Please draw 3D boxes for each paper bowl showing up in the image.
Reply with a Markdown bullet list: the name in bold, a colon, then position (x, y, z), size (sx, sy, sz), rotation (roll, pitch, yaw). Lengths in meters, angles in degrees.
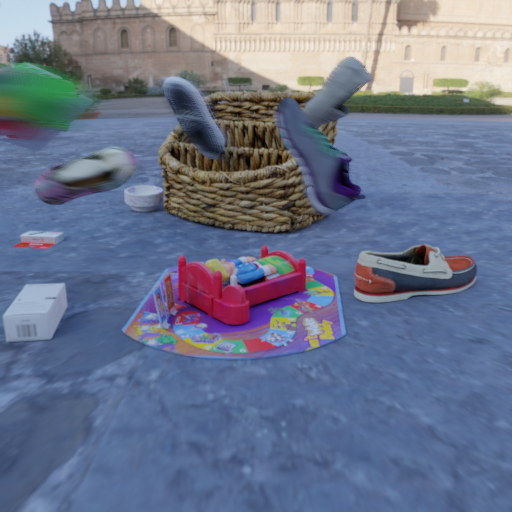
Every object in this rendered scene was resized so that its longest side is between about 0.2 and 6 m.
- **paper bowl**: position (-3.093, -1.559, 15.467), size (1.060, 0.551, 1.060), rotation (3, 22, -1)

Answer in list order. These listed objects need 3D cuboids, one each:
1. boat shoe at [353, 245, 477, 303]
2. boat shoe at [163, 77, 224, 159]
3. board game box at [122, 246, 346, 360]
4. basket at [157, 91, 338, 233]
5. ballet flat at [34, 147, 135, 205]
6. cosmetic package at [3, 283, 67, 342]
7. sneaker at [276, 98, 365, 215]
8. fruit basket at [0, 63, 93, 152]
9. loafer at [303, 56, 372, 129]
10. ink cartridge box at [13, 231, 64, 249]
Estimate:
- **boat shoe**: position (2.821, 0.207, 9.706), size (2.567, 0.803, 0.914), rotation (-7, 17, -23)
- **boat shoe**: position (-1.463, -3.126, 12.898), size (0.738, 2.059, 0.698), rotation (-22, 28, 21)
- **board game box**: position (-0.228, 0.365, 9.207), size (3.271, 0.806, 4.140), rotation (1, 18, 5)
- **basket**: position (-0.380, -2.550, 14.323), size (4.296, 3.200, 3.066), rotation (13, 22, 32)
- **ballet flat**: position (-3.178, -1.695, 11.107), size (0.883, 0.858, 2.481), rotation (-26, 5, 44)
- **cosmetic package**: position (-3.271, 0.818, 8.380), size (0.632, 0.460, 1.243), rotation (-2, 19, -8)
- **sneaker**: position (1.142, -1.806, 9.536), size (0.932, 2.130, 0.793), rotation (-21, 7, 41)
- **fruit basket**: position (-3.442, -2.144, 8.255), size (1.546, 0.725, 1.432), rotation (-22, -19, 33)
- **loafer**: position (1.423, -2.860, 10.697), size (0.687, 1.968, 0.688), rotation (46, 45, 6)
- **ink cartridge box**: position (-4.843, -0.364, 12.458), size (0.856, 0.186, 0.743), rotation (3, 17, 9)
